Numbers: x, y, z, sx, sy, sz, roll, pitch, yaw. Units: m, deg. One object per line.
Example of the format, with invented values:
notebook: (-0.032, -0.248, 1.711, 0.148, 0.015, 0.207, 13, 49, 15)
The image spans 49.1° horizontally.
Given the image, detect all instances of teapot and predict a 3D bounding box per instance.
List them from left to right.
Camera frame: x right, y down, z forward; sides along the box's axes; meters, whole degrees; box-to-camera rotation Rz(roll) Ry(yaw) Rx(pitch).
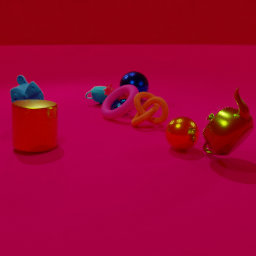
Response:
teapot: (-1.064, -1.328, 11.611, 1.408, 0.689, 0.876, 1, 23, -13)
teapot: (2.155, -0.026, 6.152, 1.139, 1.832, 0.897, -23, 58, -37)

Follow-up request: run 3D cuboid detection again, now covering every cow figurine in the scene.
cow figurine: (-0.427, -0.791, 10.323, 0.921, 0.514, 0.936, -9, 35, 19)
cow figurine: (-0.403, -1.371, 10.856, 0.982, 0.548, 0.998, 35, 29, 3)

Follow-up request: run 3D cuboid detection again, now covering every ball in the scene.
ball: (0.264, -1.798, 12.083, 1.293, 1.293, 1.293, 0, 18, 0)
ball: (1.346, 0.133, 6.971, 0.845, 0.845, 0.845, 0, 18, 0)

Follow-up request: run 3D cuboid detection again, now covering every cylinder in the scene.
cylinder: (-2.336, -0.084, 7.063, 1.100, 1.100, 1.100, 4, 15, -1)

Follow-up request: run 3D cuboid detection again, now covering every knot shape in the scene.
knot shape: (0.715, -0.566, 8.766, 1.213, 1.296, 0.599, 9, -23, 33)

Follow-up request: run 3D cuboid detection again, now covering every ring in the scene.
ring: (-0.297, -0.916, 9.750, 1.522, 0.304, 1.522, -27, 36, 21)

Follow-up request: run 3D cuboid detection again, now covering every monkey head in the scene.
monkey head: (-3.137, -1.085, 9.194, 1.234, 1.716, 1.034, -38, 6, 27)
